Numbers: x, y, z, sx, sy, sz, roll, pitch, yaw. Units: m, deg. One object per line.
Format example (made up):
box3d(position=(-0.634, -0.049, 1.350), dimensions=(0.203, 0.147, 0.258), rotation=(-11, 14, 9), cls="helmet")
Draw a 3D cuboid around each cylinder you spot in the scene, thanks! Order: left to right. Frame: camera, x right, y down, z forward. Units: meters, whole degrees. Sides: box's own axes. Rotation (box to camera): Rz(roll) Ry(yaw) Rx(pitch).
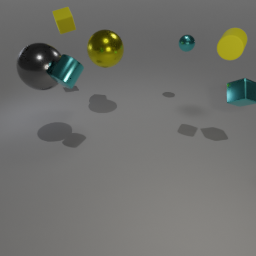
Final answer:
box3d(position=(-1.686, -1.554, 7.762), dimensions=(0.700, 0.700, 0.700), rotation=(24, 81, 35), cls="cylinder")
box3d(position=(2.905, -2.345, 7.811), dimensions=(0.700, 0.700, 0.700), rotation=(14, 40, 23), cls="cylinder")

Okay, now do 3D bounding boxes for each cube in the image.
box3d(position=(-2.686, -4.534, 11.820), dimensions=(0.700, 0.700, 0.700), rotation=(-20, 60, -8), cls="cube")
box3d(position=(3.734, -1.145, 9.156), dimensions=(0.700, 0.700, 0.700), rotation=(10, -12, -34), cls="cube")

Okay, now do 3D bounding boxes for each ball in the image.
box3d(position=(-2.601, -1.833, 8.414), dimensions=(1.400, 1.400, 1.400), rotation=(0, 30, 0), cls="ball")
box3d(position=(-0.851, -2.993, 10.613), dimensions=(1.400, 1.400, 1.400), rotation=(0, 30, 0), cls="ball")
box3d(position=(2.506, -3.611, 11.931), dimensions=(0.700, 0.700, 0.700), rotation=(0, 30, 0), cls="ball")
